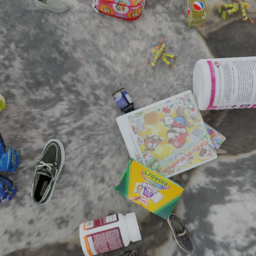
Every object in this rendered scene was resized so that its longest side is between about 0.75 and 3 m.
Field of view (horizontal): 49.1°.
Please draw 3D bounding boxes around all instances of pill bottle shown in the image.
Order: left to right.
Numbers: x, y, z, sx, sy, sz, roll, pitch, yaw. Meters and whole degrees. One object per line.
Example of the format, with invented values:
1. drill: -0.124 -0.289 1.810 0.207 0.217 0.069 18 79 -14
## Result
1. pill bottle: -0.510 3.110 8.313 1.674 0.956 0.956 -14 77 -2
2. pill bottle: -0.115 -0.854 9.453 0.514 0.514 0.919 -31 90 -7
3. pill bottle: 3.696 -1.449 9.052 2.888 1.637 1.637 -3 77 0

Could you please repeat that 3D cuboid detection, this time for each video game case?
1. video game case: 1.258 0.324 9.111 2.640 0.302 2.403 -21 88 -5

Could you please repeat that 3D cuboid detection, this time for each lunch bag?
1. lunch bag: -0.318 -5.354 10.282 2.219 1.032 2.519 16 77 3

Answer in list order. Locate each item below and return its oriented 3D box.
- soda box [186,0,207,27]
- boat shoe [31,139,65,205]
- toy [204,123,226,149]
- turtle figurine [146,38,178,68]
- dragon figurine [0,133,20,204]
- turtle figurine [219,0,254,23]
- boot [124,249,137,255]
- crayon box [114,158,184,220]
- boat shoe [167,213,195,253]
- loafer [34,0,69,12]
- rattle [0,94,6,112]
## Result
1. soda box: 2.508 -4.599 10.375 0.558 0.527 1.648 -2 76 -2
2. boat shoe: -2.536 1.360 8.874 0.748 0.673 2.115 9 77 2
3. toy: 2.806 0.247 9.387 0.864 0.204 0.497 38 79 8
4. turtle figurine: 1.273 -2.620 9.975 0.968 0.387 1.200 30 78 7
5. dragon figurine: -3.958 0.951 8.900 1.388 0.822 2.792 10 77 3
6. turtle figurine: 4.026 -4.400 10.368 1.126 0.450 1.397 -17 77 -4
7. boot: 0.564 4.667 7.932 2.833 0.981 2.466 -23 78 -3
8. crayon box: 0.631 1.841 8.567 1.832 0.534 1.088 30 90 -5
9. boat shoe: 1.628 3.223 8.562 0.458 0.413 1.273 -26 79 -7
10. loafer: -2.877 -4.640 10.422 1.305 0.455 0.456 9 77 2
11. rattle: -4.746 -1.014 9.396 0.766 0.841 1.177 -42 86 9
